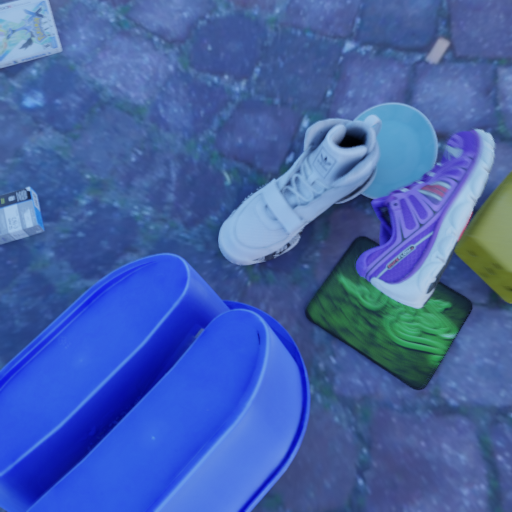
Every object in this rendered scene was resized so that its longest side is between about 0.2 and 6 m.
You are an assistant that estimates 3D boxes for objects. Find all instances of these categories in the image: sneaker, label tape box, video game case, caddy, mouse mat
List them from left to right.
[{"bbox_3d":[-4.379,-0.672,9.863,1.084,0.358,0.777,-17,72,-7],"label":"label tape box"},{"bbox_3d":[-4.741,-4.552,11.302,1.333,0.161,1.462,-18,72,-6],"label":"video game case"},{"bbox_3d":[-1.470,2.360,7.734,3.390,2.517,4.795,34,71,33],"label":"caddy"},{"bbox_3d":[0.718,-1.136,9.172,3.230,1.857,1.214,-34,77,-9],"label":"sneaker"},{"bbox_3d":[2.219,0.893,9.400,2.300,0.087,1.851,33,73,13],"label":"mouse mat"},{"bbox_3d":[2.509,-0.809,8.289,1.354,1.309,3.246,27,61,15],"label":"sneaker"}]

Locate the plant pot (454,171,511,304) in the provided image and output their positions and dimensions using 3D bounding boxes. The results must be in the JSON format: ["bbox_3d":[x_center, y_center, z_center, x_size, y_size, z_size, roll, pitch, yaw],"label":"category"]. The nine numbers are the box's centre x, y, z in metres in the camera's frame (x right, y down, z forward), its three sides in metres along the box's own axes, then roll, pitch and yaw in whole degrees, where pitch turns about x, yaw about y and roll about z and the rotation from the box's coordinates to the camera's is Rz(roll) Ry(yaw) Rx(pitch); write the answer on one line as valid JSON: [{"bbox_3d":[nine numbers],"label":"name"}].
[{"bbox_3d":[4.372,-0.298,9.043,1.672,1.896,1.896,-43,76,-2],"label":"plant pot"}]

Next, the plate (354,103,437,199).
[{"bbox_3d":[2.364,-1.857,10.051,1.736,0.222,1.736,0,90,25],"label":"plate"}]
